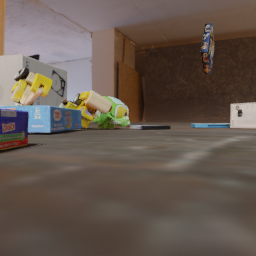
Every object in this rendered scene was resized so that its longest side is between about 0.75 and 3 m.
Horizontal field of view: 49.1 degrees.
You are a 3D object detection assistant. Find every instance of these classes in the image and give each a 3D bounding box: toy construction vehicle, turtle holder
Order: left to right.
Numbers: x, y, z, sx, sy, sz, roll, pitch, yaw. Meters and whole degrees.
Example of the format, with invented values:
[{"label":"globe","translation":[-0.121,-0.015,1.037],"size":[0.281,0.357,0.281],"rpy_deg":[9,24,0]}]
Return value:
[{"label":"toy construction vehicle","translation":[-1.578,-0.486,6.272],"size":[2.001,0.809,2.298],"rpy_deg":[31,-16,-32]},{"label":"turtle holder","translation":[-0.366,-0.386,6.802],"size":[0.754,0.807,1.062],"rpy_deg":[-1,-5,-26]}]

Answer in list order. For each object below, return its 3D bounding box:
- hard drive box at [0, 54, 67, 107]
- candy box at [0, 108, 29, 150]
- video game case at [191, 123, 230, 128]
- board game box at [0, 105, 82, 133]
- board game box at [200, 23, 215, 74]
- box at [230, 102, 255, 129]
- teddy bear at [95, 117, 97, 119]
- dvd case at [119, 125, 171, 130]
[{"label":"hard drive box","translation":[-3.242,-1.137,9.713],"size":[1.075,2.181,2.798],"rpy_deg":[1,2,17]},{"label":"candy box","translation":[-1.151,0.005,1.871],"size":[0.756,0.291,0.640],"rpy_deg":[-1,0,4]},{"label":"video game case","translation":[2.626,-0.073,8.391],"size":[1.348,0.120,0.965],"rpy_deg":[0,2,6]},{"label":"board game box","translation":[-2.220,-0.150,4.904],"size":[2.423,0.443,1.832],"rpy_deg":[-1,2,4]},{"label":"board game box","translation":[2.706,-2.678,9.456],"size":[0.250,1.447,0.980],"rpy_deg":[0,-35,24]},{"label":"box","translation":[3.202,-0.306,7.084],"size":[0.343,0.666,1.142],"rpy_deg":[2,-1,-40]},{"label":"teddy bear","translation":[-0.605,-0.358,10.627],"size":[1.277,0.588,1.762],"rpy_deg":[2,1,-6]},{"label":"dvd case","translation":[0.385,-0.021,6.769],"size":[0.792,0.097,1.111],"rpy_deg":[0,1,-29]}]
